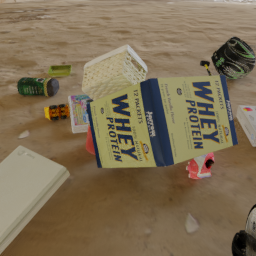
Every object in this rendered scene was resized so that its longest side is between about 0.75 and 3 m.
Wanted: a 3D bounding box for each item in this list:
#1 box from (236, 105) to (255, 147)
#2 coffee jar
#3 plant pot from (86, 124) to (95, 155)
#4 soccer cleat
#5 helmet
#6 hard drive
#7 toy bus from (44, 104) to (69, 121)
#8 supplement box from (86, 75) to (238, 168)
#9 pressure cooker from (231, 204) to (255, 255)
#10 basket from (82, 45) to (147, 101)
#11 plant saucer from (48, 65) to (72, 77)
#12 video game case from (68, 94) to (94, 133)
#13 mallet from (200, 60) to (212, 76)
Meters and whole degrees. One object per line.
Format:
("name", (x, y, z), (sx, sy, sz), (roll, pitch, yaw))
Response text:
("box", (6.014, -0.089, 10.742), (2.992, 0.616, 2.332), (3, 31, 3))
("coffee jar", (-4.362, -2.020, 13.735), (1.855, 0.791, 0.967), (3, 30, 7))
("plant pot", (-0.957, 0.261, 9.822), (1.111, 0.983, 1.111), (0, 32, 0))
("soccer cleat", (2.489, 0.886, 8.996), (0.772, 0.673, 2.019), (-4, 31, 33))
("helmet", (5.786, -3.639, 15.197), (2.064, 2.165, 2.165), (50, 48, 8))
("hard drive", (-3.146, 1.834, 7.067), (1.938, 0.386, 2.938), (19, 52, 28))
("toy bus", (-3.063, -0.683, 11.808), (0.920, 0.624, 0.883), (-14, 14, -37))
("supplement box", (0.889, -0.134, 7.889), (2.917, 1.958, 2.914), (-10, -1, -37))
("pressure cooker", (3.257, 2.431, 5.094), (2.513, 2.210, 2.245), (1, 44, 3))
("basket", (-0.472, -1.640, 9.274), (1.895, 1.284, 1.169), (-16, 51, 33))
("plant saucer", (-3.935, -3.302, 16.308), (1.300, 0.312, 1.302), (-4, 31, -6))
("video game case", (-1.160, -0.799, 12.176), (2.677, 0.348, 2.941), (-7, 33, -11))
("mallet", (2.768, -2.115, 9.944), (0.336, 0.210, 1.021), (12, 39, -1))
